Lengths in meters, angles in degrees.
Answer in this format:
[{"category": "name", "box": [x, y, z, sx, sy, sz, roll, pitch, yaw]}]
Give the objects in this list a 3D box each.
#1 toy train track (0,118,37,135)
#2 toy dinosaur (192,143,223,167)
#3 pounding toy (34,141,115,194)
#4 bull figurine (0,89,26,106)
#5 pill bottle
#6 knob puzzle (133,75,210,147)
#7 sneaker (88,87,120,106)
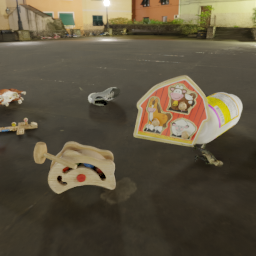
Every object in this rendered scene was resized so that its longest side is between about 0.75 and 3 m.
[{"category": "toy train track", "box": [-4.870, -0.090, 11.407, 2.213, 0.360, 1.269, -7, 23, -15]}, {"category": "toy dinosaur", "box": [2.488, 0.856, 9.133, 0.720, 0.388, 1.634, 11, 20, -12]}, {"category": "pounding toy", "box": [-1.385, 1.230, 7.298, 2.282, 1.305, 1.309, 15, 20, -14]}, {"category": "bull figurine", "box": [-6.438, -1.543, 14.383, 1.413, 0.758, 2.327, 15, 28, 28]}, {"category": "pill bottle", "box": [3.365, -0.511, 10.904, 1.529, 1.529, 2.934, 19, 28, 38]}, {"category": "knob puzzle", "box": [1.481, -0.485, 8.977, 2.713, 2.713, 0.376, 1, 32, 2]}, {"category": "sneaker", "box": [-1.078, -1.537, 14.620, 1.829, 0.686, 1.056, -20, 33, -19]}]
